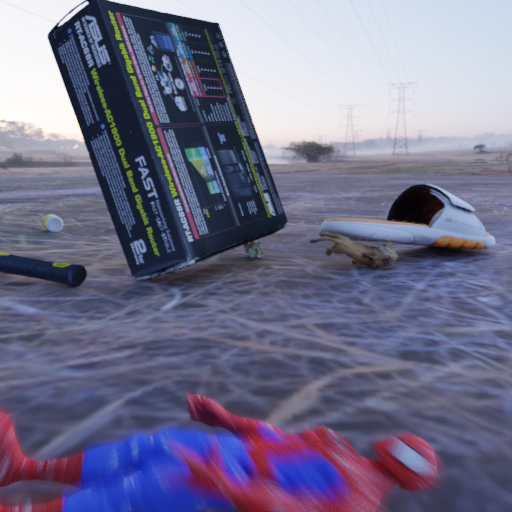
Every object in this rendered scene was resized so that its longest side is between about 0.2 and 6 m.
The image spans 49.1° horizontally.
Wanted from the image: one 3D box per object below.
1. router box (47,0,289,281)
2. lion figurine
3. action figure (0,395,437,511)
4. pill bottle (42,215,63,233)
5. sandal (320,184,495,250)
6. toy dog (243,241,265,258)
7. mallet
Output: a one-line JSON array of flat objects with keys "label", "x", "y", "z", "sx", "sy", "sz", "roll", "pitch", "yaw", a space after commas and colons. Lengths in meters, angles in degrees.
[{"label": "router box", "x": -1.033, "y": -1.556, "z": 7.588, "sx": 1.025, "sy": 3.300, "sz": 2.473, "roll": -18, "pitch": 2, "yaw": 33}, {"label": "lion figurine", "x": 1.346, "y": -0.080, "z": 7.686, "sx": 1.104, "sy": 0.400, "sz": 0.676, "roll": 10, "pitch": 0, "yaw": -24}, {"label": "action figure", "x": -0.196, "y": 0.900, "z": 2.388, "sx": 1.951, "sy": 0.504, "sz": 0.638, "roll": 2, "pitch": 8, "yaw": -4}, {"label": "pill bottle", "x": -4.240, "y": -0.680, "z": 11.649, "sx": 0.339, "sy": 0.339, "sz": 0.620, "roll": -6, "pitch": 11, "yaw": -29}, {"label": "sandal", "x": 2.475, "y": -0.645, "z": 8.571, "sx": 3.402, "sy": 0.975, "sz": 1.303, "roll": 3, "pitch": 2, "yaw": -36}, {"label": "toy dog", "x": -0.065, "y": -0.080, "z": 8.677, "sx": 0.348, "sy": 0.250, "sz": 0.358, "roll": -38, "pitch": 20, "yaw": -7}, {"label": "mallet", "x": -3.595, "y": -0.020, "z": 7.400, "sx": 3.335, "sy": 0.686, "sz": 1.098, "roll": 7, "pitch": 15, "yaw": 14}]
